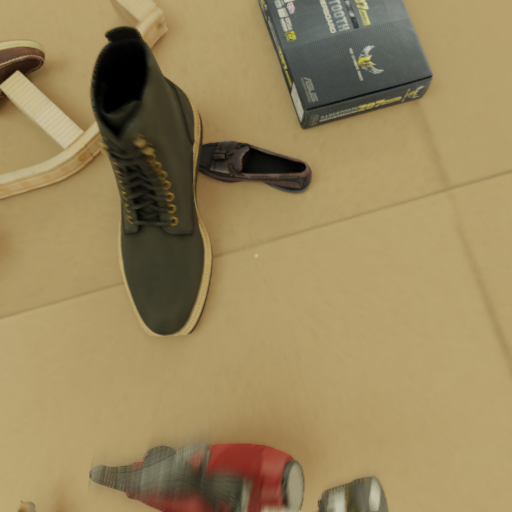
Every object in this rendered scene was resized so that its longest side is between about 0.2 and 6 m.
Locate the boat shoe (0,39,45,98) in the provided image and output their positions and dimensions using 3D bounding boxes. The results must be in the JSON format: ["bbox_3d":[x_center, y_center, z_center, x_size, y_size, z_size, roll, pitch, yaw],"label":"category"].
[{"bbox_3d":[-4.092,-2.481,8.347,2.178,0.786,0.784,-22,85,-1],"label":"boat shoe"}]

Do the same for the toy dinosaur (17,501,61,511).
[{"bbox_3d":[-2.604,3.653,7.036,0.823,0.468,1.549,-5,102,-4],"label":"toy dinosaur"}]

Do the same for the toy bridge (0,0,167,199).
[{"bbox_3d":[-3.047,-1.997,8.251,1.589,0.643,4.726,42,81,9],"label":"toy bridge"}]

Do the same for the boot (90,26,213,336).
[{"bbox_3d":[-1.415,-0.711,6.907,1.344,2.401,3.471,-6,84,4],"label":"boot"}]

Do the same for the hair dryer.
[{"bbox_3d":[-0.582,2.307,6.051,2.677,3.515,0.955,21,57,-19],"label":"hair dryer"}]

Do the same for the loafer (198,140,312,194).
[{"bbox_3d":[-0.057,-1.375,8.138,1.810,0.570,0.651,13,77,3],"label":"loafer"}]

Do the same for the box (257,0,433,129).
[{"bbox_3d":[1.290,-3.394,8.573,2.001,0.647,2.538,-15,78,-5],"label":"box"}]
